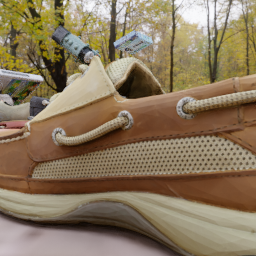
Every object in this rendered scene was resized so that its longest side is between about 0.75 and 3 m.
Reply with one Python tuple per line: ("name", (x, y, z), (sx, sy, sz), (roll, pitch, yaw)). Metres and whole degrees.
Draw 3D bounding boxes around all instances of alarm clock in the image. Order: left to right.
("alarm clock", (-3.906, -0.712, 8.606), (0.919, 1.363, 0.454), (1, 4, 39))

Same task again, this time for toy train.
("toy train", (-2.003, -3.110, 11.005), (2.199, 0.937, 1.253), (42, 6, 23))

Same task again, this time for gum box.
("gum box", (0.173, -2.620, 8.643), (0.812, 0.213, 0.956), (-20, -10, 34))

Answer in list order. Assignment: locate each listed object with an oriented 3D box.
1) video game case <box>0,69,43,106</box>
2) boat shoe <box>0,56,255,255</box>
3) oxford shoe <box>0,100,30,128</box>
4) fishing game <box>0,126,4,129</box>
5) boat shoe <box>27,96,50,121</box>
("video game case", (-4.532, -0.969, 9.463), (2.654, 0.292, 2.419), (-39, -14, 22))
("boat shoe", (-0.006, 0.041, 1.115), (1.639, 0.605, 0.620), (2, 3, 30))
("oxford shoe", (-3.559, -0.382, 7.718), (2.030, 0.759, 0.715), (0, 0, 3))
("fishing game", (-3.843, -0.126, 6.413), (1.421, 0.308, 1.984), (-1, -12, 10))
("boat shoe", (-0.714, -0.245, 5.502), (2.412, 0.728, 0.891), (-2, 3, -29))
